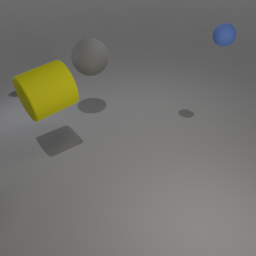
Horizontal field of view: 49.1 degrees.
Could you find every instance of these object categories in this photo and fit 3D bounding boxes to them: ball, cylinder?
[{"bbox_3d":[-1.433,-2.679,10.606,1.400,1.400,1.400,0,32,0],"label":"ball"},{"bbox_3d":[-2.400,-1.097,8.230,1.400,1.400,1.400,-30,42,-24],"label":"cylinder"},{"bbox_3d":[3.027,-2.921,8.795,0.700,0.700,0.700,0,32,0],"label":"ball"}]
